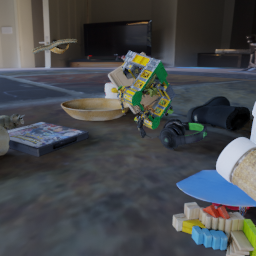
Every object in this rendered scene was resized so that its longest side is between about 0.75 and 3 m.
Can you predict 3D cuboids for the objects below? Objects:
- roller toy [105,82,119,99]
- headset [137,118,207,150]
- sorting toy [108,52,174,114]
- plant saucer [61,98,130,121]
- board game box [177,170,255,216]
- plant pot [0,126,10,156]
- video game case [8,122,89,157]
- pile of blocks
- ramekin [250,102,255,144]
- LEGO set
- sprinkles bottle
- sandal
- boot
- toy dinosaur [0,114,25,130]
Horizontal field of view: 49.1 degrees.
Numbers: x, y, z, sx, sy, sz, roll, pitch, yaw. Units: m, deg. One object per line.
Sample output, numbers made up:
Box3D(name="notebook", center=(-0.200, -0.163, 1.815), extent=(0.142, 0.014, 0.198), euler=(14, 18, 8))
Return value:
Box3D(name="roller toy", center=(-0.627, -1.998, 14.972), extent=(1.243, 0.952, 1.363), euler=(13, 20, 40))
Box3D(name="headset", center=(1.176, 0.035, 7.568), extent=(1.822, 0.856, 1.125), euler=(-6, 18, 20))
Box3D(name="sorting toy", center=(0.655, -1.406, 10.970), extent=(1.977, 2.675, 0.394), euler=(-37, 6, -24))
Box3D(name="plant saucer", center=(-1.238, -0.751, 11.270), extent=(2.831, 0.501, 2.831), euler=(0, 15, 0))
Box3D(name="board game box", center=(1.679, 1.129, 4.843), extent=(1.349, 0.332, 1.707), euler=(7, 11, 40))
Box3D(name="plant pot", center=(-3.427, 0.331, 6.599), extent=(1.098, 1.098, 1.005), euler=(11, 8, 34))
Box3D(name="video game case", center=(-2.521, 0.250, 8.089), extent=(2.059, 0.263, 1.861), euler=(10, 18, 32))
Box3D(name="pile of blocks", center=(1.320, 1.334, 3.754), extent=(1.508, 0.469, 0.619), euler=(6, 16, 23))
Box3D(name="ramekin", center=(3.333, 0.458, 4.685), extent=(2.576, 1.352, 2.576), euler=(9, 13, -2))
Box3D(name="LEGO set", center=(0.317, -1.068, 7.880), extent=(1.274, 1.691, 2.199), euler=(28, -2, 34))
Box3D(name="sprinkles bottle", center=(2.176, 0.935, 3.733), extent=(0.703, 0.703, 2.059), euler=(-10, 37, -34))
Box3D(name="sandal", center=(-2.254, -2.481, 8.760), extent=(1.468, 0.396, 0.590), euler=(-17, 17, -1))
Box3D(name="boot", center=(3.409, -0.505, 9.675), extent=(2.187, 0.835, 1.838), euler=(-19, 20, -33))
Box3D(name="toy dinosaur", center=(-3.831, -0.155, 8.827), extent=(1.290, 0.660, 0.497), euler=(1, 15, 0))
